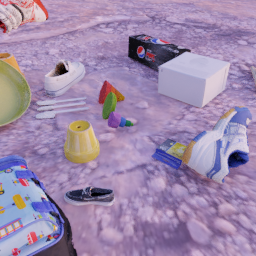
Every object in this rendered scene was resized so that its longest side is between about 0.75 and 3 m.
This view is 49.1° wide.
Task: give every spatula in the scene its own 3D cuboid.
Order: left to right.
[{"bbox_3d":[-2.076,-0.667,8.897,1.623,0.130,1.129,-7,29,-12],"label":"spatula"}]

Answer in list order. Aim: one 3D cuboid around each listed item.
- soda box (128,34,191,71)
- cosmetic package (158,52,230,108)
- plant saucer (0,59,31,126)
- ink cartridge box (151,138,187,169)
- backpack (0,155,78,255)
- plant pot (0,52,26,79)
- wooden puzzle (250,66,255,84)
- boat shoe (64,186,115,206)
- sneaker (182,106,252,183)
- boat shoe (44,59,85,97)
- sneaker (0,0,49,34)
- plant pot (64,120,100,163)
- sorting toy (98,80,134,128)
[{"bbox_3d":[1.205,-3.084,11.637,0.908,1.015,2.868,-21,39,-33],"label":"soda box"},{"bbox_3d":[2.208,-1.684,9.520,1.720,1.061,1.725,26,42,33],"label":"cosmetic package"},{"bbox_3d":[-4.428,-1.075,8.195,2.998,0.466,2.998,19,44,-19],"label":"plant saucer"},{"bbox_3d":[1.099,0.609,6.925,0.766,0.182,0.775,25,39,31],"label":"ink cartridge box"},{"bbox_3d":[-2.326,1.459,4.226,2.449,1.805,2.682,-19,37,-25],"label":"backpack"},{"bbox_3d":[-4.362,-2.018,9.954,1.243,1.138,1.243,0,34,0],"label":"plant pot"},{"bbox_3d":[6.004,-1.865,9.862,2.869,0.664,2.657,0,33,15],"label":"wooden puzzle"},{"bbox_3d":[-0.787,1.342,5.665,1.040,0.353,0.373,5,34,7],"label":"boat shoe"},{"bbox_3d":[2.440,0.403,6.741,1.149,0.982,2.608,38,53,25],"label":"sneaker"},{"bbox_3d":[-2.303,-2.069,10.268,0.884,0.871,2.494,11,35,15],"label":"boat shoe"},{"bbox_3d":[-2.993,-3.159,7.623,1.356,0.845,2.529,-44,11,-3],"label":"sneaker"},{"bbox_3d":[-1.151,0.282,6.833,0.869,0.818,0.869,-1,33,0],"label":"plant pot"},{"bbox_3d":[-0.309,-0.658,8.512,0.820,0.826,2.382,14,27,-22],"label":"sorting toy"}]
